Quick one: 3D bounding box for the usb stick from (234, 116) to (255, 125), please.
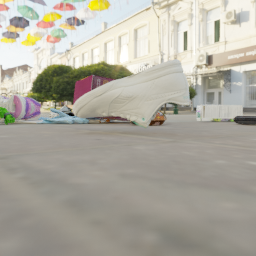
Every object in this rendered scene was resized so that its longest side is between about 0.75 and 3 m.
[{"bbox_3d":[4.019,-0.223,8.452,0.496,0.292,1.789,1,3,-28],"label":"usb stick"}]

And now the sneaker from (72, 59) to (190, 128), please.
[{"bbox_3d":[0.026,-0.427,5.284,2.293,1.015,0.863,-18,4,19],"label":"sneaker"}]

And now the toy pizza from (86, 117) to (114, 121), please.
[{"bbox_3d":[-1.295,-0.490,11.854,1.681,0.266,1.681,1,-4,0],"label":"toy pizza"}]

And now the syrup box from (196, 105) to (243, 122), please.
[{"bbox_3d":[3.800,-0.612,11.675,1.731,0.705,0.682,0,1,-2],"label":"syrup box"}]

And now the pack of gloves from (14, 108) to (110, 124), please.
[{"bbox_3d":[-2.521,-0.481,10.651,2.976,0.587,2.500,1,2,18],"label":"pack of gloves"}]

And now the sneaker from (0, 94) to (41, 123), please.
[{"bbox_3d":[-4.264,-0.721,10.682,2.657,1.069,1.175,4,4,40],"label":"sneaker"}]

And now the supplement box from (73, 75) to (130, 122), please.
[{"bbox_3d":[-0.536,-0.996,10.340,2.526,1.303,1.653,6,-2,-31],"label":"supplement box"}]

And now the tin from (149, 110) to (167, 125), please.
[{"bbox_3d":[0.663,-0.391,8.531,1.314,0.275,0.736,-2,47,-52],"label":"tin"}]

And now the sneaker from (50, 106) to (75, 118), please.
[{"bbox_3d":[-3.039,-0.659,14.082,1.041,0.677,1.803,6,15,18],"label":"sneaker"}]

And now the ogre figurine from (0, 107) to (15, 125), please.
[{"bbox_3d":[-4.555,-0.453,9.000,1.642,0.806,0.985,-16,26,-15],"label":"ogre figurine"}]

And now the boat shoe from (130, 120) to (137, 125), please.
[{"bbox_3d":[0.519,-0.306,8.945,0.419,0.426,1.143,3,6,39],"label":"boat shoe"}]
